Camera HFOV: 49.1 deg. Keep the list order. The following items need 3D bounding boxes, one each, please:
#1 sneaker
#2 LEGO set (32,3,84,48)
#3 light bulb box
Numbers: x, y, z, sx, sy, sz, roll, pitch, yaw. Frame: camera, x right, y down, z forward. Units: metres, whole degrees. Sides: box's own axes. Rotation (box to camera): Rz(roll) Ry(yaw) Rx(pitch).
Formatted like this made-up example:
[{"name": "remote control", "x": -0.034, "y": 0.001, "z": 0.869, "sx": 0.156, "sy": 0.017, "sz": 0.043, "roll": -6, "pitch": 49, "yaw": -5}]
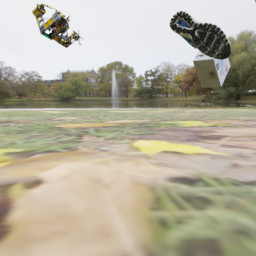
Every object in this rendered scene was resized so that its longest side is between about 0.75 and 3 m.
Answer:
[{"name": "sneaker", "x": 2.325, "y": -2.833, "z": 8.684, "sx": 2.213, "sy": 0.869, "sz": 0.987, "roll": 48, "pitch": 22, "yaw": 27}, {"name": "LEGO set", "x": -2.107, "y": -3.337, "z": 8.837, "sx": 0.943, "sy": 1.251, "sz": 1.627, "roll": -31, "pitch": -32, "yaw": 22}, {"name": "light bulb box", "x": 3.230, "y": -2.466, "z": 10.731, "sx": 0.833, "sy": 1.322, "sz": 1.334, "roll": 5, "pitch": 50, "yaw": 38}]
